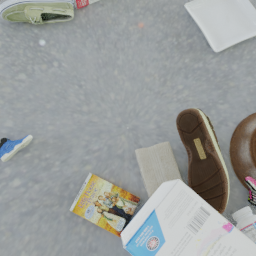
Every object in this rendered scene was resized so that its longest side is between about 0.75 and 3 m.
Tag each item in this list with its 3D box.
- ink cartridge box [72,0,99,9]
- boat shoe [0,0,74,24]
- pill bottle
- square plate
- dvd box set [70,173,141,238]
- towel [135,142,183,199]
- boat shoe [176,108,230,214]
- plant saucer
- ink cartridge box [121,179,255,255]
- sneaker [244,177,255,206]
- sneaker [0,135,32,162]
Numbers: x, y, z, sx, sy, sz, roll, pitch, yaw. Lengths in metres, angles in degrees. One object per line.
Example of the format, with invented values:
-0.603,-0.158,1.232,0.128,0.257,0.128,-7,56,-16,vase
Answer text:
-1.208,-5.249,9.729,1.990,0.830,1.444,-26,73,-8,ink cartridge box
-3.000,-3.853,9.260,2.444,0.880,0.758,-12,77,-5,boat shoe
3.201,2.661,7.079,0.674,0.674,1.240,-22,60,-7,pill bottle
3.298,-3.695,9.487,2.124,0.305,2.145,-24,73,-8,square plate
-0.608,2.062,7.566,1.584,0.233,1.159,26,72,8,dvd box set
0.905,1.233,7.828,1.061,0.276,1.602,-14,74,-6,towel
2.145,0.837,7.546,1.059,1.061,2.868,-11,91,31,boat shoe
4.372,0.727,7.881,2.876,0.526,2.876,0,70,0,plant saucer
1.491,2.812,6.383,2.841,1.779,1.826,41,77,5,ink cartridge box
3.328,1.769,7.381,0.474,0.400,1.084,-34,104,25,sneaker
-3.313,0.416,8.035,1.054,0.405,0.586,-41,84,-6,sneaker
